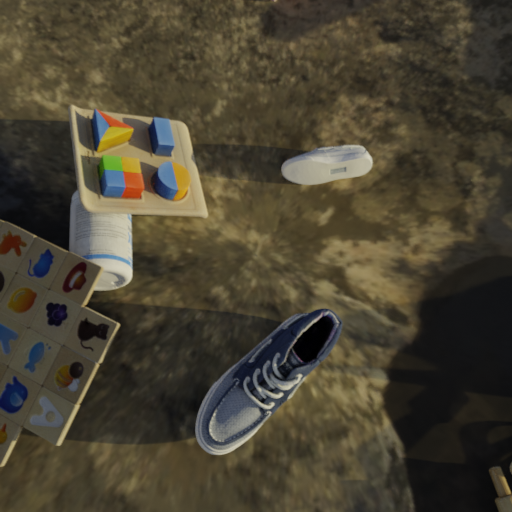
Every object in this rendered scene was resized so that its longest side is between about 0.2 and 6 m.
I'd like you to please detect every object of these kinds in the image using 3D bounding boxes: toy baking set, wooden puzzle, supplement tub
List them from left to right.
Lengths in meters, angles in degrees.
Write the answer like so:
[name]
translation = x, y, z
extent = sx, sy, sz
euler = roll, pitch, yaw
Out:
[supplement tub]
translation = -2.518, -0.276, 9.084
extent = 0.986, 0.986, 1.494
euler = -5, 66, -2
[wooden puzzle]
translation = -1.899, -1.633, 9.337
extent = 2.232, 0.517, 2.067
euler = 3, 59, -33
[toy baking set]
translation = 4.292, 3.387, 7.828
extent = 1.976, 0.300, 2.575
euler = -16, 67, -10

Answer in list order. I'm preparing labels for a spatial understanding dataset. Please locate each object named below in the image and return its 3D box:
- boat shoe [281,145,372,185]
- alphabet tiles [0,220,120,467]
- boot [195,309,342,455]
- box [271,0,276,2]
[boat shoe]
translation = 1.233, -1.701, 9.996
extent = 1.609, 0.579, 0.551
euler = -11, 46, 1
[alphabet tiles]
translation = -4.011, 1.103, 8.386
extent = 3.763, 0.119, 3.132
euler = 23, 82, 15
[boot]
translation = 0.154, 1.718, 7.952
extent = 0.933, 1.159, 2.565
euler = 42, 69, 0
[box]
translation = 0.528, -6.760, 11.927
extent = 1.097, 1.189, 2.317
euler = 29, 70, 13
